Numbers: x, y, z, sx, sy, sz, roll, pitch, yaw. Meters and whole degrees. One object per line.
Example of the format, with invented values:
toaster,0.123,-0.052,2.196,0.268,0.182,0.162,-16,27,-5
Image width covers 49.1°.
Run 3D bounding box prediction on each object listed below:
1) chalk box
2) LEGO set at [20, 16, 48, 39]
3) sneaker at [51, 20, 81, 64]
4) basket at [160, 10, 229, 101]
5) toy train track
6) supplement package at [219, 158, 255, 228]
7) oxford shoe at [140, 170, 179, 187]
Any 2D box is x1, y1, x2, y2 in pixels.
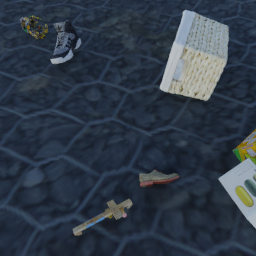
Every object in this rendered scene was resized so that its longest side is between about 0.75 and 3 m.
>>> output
chalk box,3.424,0.792,6.076,1.090,1.083,1.747,-35,85,-22
LEGO set,-3.250,-3.580,9.687,0.717,0.540,0.933,-40,79,-21
sneaker,-2.049,-2.706,8.636,0.640,0.966,1.697,-3,39,19
basket,1.919,-2.060,7.911,1.408,1.547,2.282,17,46,4
toy train track,-0.501,1.917,5.901,1.333,0.217,0.765,-25,17,-12
supplement package,2.467,1.292,5.495,0.755,0.750,0.995,-38,40,12
oxford shoe,0.715,1.109,6.442,0.927,0.326,0.347,-7,67,-9
